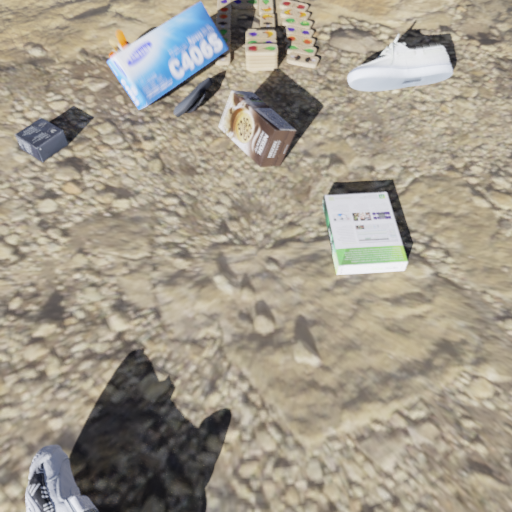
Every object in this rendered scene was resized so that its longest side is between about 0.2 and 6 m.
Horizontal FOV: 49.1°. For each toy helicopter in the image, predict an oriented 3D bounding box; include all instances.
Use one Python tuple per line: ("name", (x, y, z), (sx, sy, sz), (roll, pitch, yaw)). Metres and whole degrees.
("toy helicopter", (-3.370, -5.480, 15.294), (1.597, 1.056, 0.630), (37, 79, 8))

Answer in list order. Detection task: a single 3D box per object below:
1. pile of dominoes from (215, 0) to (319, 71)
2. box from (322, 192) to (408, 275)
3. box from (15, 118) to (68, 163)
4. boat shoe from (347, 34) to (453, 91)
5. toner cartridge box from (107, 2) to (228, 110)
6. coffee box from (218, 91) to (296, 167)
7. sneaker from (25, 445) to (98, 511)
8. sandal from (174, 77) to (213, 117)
("pile of dominoes", (0.264, -6.837, 16.565), (2.958, 0.604, 3.795), (-1, 53, -1))
("box", (2.252, -0.505, 11.839), (1.432, 0.361, 1.984), (-3, 51, -2))
("box", (-5.171, -2.799, 13.512), (0.830, 0.487, 0.816), (31, 58, 22))
("boat shoe", (3.705, -5.141, 14.671), (2.894, 1.069, 1.234), (-10, 84, -8))
("toner cartridge box", (-2.256, -5.269, 14.698), (3.028, 1.438, 0.654), (-44, 23, -25))
("coffee box", (-0.003, -3.006, 13.232), (0.713, 1.010, 1.788), (-11, 47, -42))
("sneaker", (-2.257, 3.968, 7.960), (1.628, 1.065, 2.833), (-13, 59, -11))
("sandal", (-1.535, -4.077, 14.498), (0.643, 0.362, 1.692), (-13, 33, 43))
